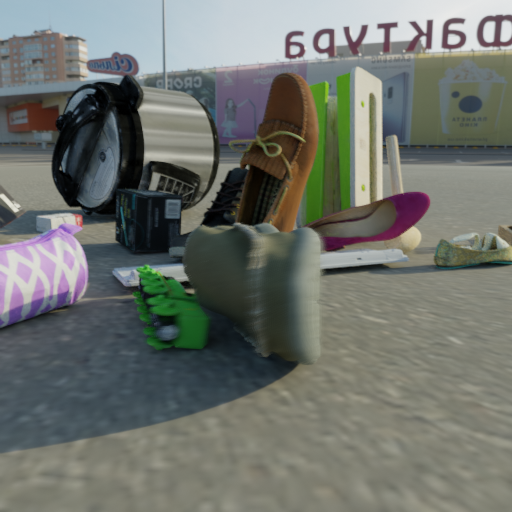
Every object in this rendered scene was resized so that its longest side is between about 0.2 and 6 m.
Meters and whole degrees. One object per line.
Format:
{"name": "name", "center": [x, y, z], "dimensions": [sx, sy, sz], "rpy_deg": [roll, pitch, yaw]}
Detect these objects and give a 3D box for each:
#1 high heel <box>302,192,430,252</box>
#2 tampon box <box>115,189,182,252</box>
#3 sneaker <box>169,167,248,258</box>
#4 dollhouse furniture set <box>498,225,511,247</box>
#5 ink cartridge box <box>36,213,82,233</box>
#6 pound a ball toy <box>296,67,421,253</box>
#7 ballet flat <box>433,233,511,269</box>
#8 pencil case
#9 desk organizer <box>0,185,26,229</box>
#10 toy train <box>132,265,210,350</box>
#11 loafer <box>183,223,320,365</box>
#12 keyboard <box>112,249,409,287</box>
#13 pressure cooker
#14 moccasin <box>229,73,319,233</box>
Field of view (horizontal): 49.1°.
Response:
{"name": "high heel", "center": [1.673, -0.544, 8.730], "dimensions": [1.997, 0.673, 0.960], "rpy_deg": [-28, -24, 25]}
{"name": "tampon box", "center": [-1.926, -0.645, 9.884], "dimensions": [0.824, 0.978, 1.305], "rpy_deg": [-1, 11, -28]}
{"name": "sneaker", "center": [-0.561, -0.739, 9.262], "dimensions": [0.983, 1.396, 2.627], "rpy_deg": [2, 11, 30]}
{"name": "dollhouse furniture set", "center": [5.429, -0.863, 10.281], "dimensions": [1.596, 1.301, 1.518], "rpy_deg": [2, 12, 11]}
{"name": "ink cartridge box", "center": [-4.202, -0.703, 11.957], "dimensions": [0.563, 0.318, 0.767], "rpy_deg": [9, 14, 35]}
{"name": "pound a ball toy", "center": [2.005, -1.640, 10.364], "dimensions": [2.205, 3.381, 1.436], "rpy_deg": [-5, -8, 40]}
{"name": "ballet flat", "center": [3.421, -0.102, 8.537], "dimensions": [1.566, 0.554, 0.554], "rpy_deg": [-4, 12, -18]}
{"name": "pencil case", "center": [-2.759, 0.265, 5.576], "dimensions": [0.952, 0.970, 2.268], "rpy_deg": [12, 15, 27]}
{"name": "desk organizer", "center": [-4.856, -0.670, 9.786], "dimensions": [0.879, 0.819, 2.284], "rpy_deg": [-40, 16, -2]}
{"name": "toy train", "center": [-0.926, 0.499, 5.895], "dimensions": [0.589, 0.436, 2.089], "rpy_deg": [7, 9, -18]}
{"name": "loafer", "center": [-0.139, 0.270, 5.290], "dimensions": [1.082, 1.168, 3.105], "rpy_deg": [-2, 5, -9]}
{"name": "keyboard", "center": [0.136, 0.128, 8.137], "dimensions": [4.214, 0.225, 1.186], "rpy_deg": [-4, 2, -22]}
{"name": "pressure cooker", "center": [-3.195, -2.579, 13.899], "dimensions": [3.296, 3.245, 3.690], "rpy_deg": [6, 9, 44]}
{"name": "moccasin", "center": [0.191, -1.340, 8.302], "dimensions": [1.042, 2.698, 0.987], "rpy_deg": [0, 22, -47]}
